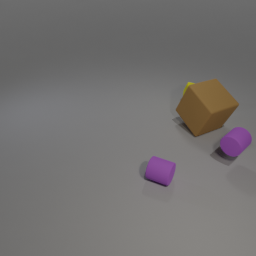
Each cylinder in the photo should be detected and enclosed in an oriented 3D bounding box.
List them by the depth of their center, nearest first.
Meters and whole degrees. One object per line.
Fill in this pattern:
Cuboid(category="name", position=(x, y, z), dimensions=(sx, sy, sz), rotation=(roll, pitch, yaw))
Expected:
Cuboid(category="cylinder", position=(0.968, 1.258, 8.272), dimensions=(0.700, 0.700, 0.700), rotation=(17, 35, 22))
Cuboid(category="cylinder", position=(3.328, 0.419, 8.639), dimensions=(0.700, 0.700, 0.700), rotation=(-30, 42, -35))

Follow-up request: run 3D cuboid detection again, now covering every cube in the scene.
Cuboid(category="cube", position=(2.908, -0.775, 10.462), dimensions=(1.400, 1.400, 1.400), rotation=(-17, 59, -27))
Cuboid(category="cube", position=(2.832, -1.481, 12.281), dimensions=(0.700, 0.700, 0.700), rotation=(13, 66, -2))
